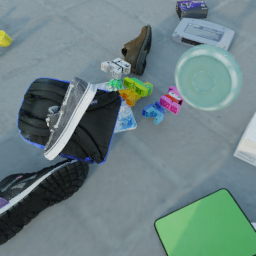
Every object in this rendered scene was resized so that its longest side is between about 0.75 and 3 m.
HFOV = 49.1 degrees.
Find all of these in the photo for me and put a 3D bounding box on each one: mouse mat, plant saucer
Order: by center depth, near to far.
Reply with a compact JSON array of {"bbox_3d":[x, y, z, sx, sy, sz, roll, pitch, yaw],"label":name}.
[{"bbox_3d":[1.081,-0.662,3.927,0.981,0.981,0.134,29,41,20],"label":"plant saucer"},{"bbox_3d":[1.801,2.461,6.455,2.065,0.078,1.661,-26,51,0],"label":"mouse mat"}]

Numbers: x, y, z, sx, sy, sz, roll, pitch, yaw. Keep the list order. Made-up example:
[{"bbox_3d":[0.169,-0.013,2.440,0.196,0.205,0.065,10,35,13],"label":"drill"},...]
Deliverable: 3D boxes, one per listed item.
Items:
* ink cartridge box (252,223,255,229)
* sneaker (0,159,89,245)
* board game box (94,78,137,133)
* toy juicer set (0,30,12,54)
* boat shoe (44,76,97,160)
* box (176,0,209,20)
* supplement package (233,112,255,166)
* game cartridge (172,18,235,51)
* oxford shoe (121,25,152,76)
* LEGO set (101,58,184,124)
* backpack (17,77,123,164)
[{"bbox_3d":[3.134,2.683,6.353,1.579,0.527,0.915,0,53,0],"label":"ink cartridge box"},{"bbox_3d":[-2.432,1.399,6.963,2.994,1.134,1.311,-32,47,-29],"label":"sneaker"},{"bbox_3d":[-1.031,-0.693,9.043,2.177,0.282,2.177,-12,54,-8],"label":"board game box"},{"bbox_3d":[-5.877,-3.273,10.844,2.433,0.662,1.548,20,73,10],"label":"toy juicer set"},{"bbox_3d":[-1.052,-0.149,4.434,0.487,1.438,0.516,28,20,-18],"label":"boat shoe"},{"bbox_3d":[2.801,-5.203,12.321,1.197,0.472,0.845,-8,56,-6],"label":"box"},{"bbox_3d":[4.115,0.440,7.760,1.739,0.964,1.354,27,58,18],"label":"supplement package"},{"bbox_3d":[3.048,-3.750,11.271,2.211,0.459,1.473,22,52,16],"label":"game cartridge"},{"bbox_3d":[0.316,-3.057,10.439,1.046,0.901,2.478,12,54,10],"label":"oxford shoe"},{"bbox_3d":[0.606,-1.206,8.934,2.969,1.133,1.219,35,51,25],"label":"LEGO set"},{"bbox_3d":[-1.408,-0.099,6.738,2.177,1.827,1.769,15,77,-3],"label":"backpack"}]
